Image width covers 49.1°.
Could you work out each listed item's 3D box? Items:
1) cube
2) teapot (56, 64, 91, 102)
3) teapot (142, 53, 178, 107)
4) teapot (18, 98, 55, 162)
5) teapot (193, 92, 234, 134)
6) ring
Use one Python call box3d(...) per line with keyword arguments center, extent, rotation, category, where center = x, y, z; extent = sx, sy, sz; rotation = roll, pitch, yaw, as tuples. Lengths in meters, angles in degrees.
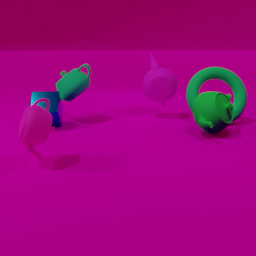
box3d(center=(-2.328, -0.531, 8.070), extent=(0.768, 0.768, 0.768), rotation=(-1, 60, -5), category="cube")
box3d(center=(-1.791, -1.354, 8.653), extent=(1.757, 0.860, 1.093), rotation=(-35, 10, 23), category="teapot")
box3d(center=(0.986, -1.492, 9.077), extent=(1.149, 1.848, 0.905), rotation=(-15, 30, 5), category="teapot")
box3d(center=(-1.780, 0.010, 5.529), extent=(0.644, 1.315, 0.818), rotation=(15, -20, -27), category="teapot")
box3d(center=(2.297, -0.423, 7.373), extent=(0.908, 1.153, 1.855), rotation=(-21, 16, 48), category="teapot")
box3d(center=(2.702, -0.980, 8.519), extent=(1.844, 1.844, 0.369), rotation=(-1, -11, -2), category="ring")
